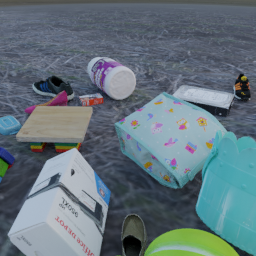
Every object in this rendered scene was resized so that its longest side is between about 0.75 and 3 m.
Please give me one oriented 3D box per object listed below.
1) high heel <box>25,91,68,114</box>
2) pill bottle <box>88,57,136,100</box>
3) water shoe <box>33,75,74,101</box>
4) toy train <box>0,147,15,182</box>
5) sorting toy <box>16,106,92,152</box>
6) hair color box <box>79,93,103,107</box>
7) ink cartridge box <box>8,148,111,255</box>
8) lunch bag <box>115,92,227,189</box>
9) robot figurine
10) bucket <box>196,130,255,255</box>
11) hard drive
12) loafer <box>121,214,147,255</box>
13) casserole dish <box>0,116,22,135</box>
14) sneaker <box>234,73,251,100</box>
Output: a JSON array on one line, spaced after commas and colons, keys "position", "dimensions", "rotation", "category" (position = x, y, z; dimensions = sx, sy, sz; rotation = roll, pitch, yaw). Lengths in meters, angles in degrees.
[{"position": [-3.190, -0.993, 10.894], "dimensions": [1.675, 0.804, 0.564], "rotation": [-6, 30, -11], "category": "high heel"}, {"position": [-0.861, -2.353, 12.626], "dimensions": [1.440, 1.440, 2.566], "rotation": [-16, 33, -25], "category": "pill bottle"}, {"position": [-3.289, -1.908, 12.327], "dimensions": [2.427, 0.958, 0.868], "rotation": [19, 35, 30], "category": "water shoe"}, {"position": [-4.326, 1.022, 7.073], "dimensions": [2.525, 1.069, 1.461], "rotation": [7, 59, 14], "category": "toy train"}, {"position": [-2.268, 0.039, 9.163], "dimensions": [1.974, 0.687, 1.962], "rotation": [1, 32, 3], "category": "sorting toy"}, {"position": [-1.544, -1.186, 11.755], "dimensions": [0.904, 0.289, 0.502], "rotation": [-13, 33, -20], "category": "hair color box"}, {"position": [-1.166, 1.623, 5.493], "dimensions": [0.858, 1.473, 2.037], "rotation": [-25, 25, 18], "category": "ink cartridge box"}, {"position": [1.186, 0.342, 7.502], "dimensions": [2.048, 1.466, 2.404], "rotation": [-35, 48, -24], "category": "lunch bag"}, {"position": [0.778, 2.626, 3.744], "dimensions": [2.542, 1.676, 2.898], "rotation": [11, 32, 17], "category": "robot figurine"}, {"position": [2.631, 1.225, 5.389], "dimensions": [2.588, 1.684, 2.588], "rotation": [18, 10, -3], "category": "bucket"}, {"position": [3.098, -1.184, 11.611], "dimensions": [2.322, 0.439, 1.622], "rotation": [14, 32, 25], "category": "hard drive"}, {"position": [0.139, 2.241, 5.563], "dimensions": [0.550, 0.509, 1.463], "rotation": [-1, 30, -2], "category": "loafer"}, {"position": [-4.269, -0.131, 9.977], "dimensions": [0.754, 0.241, 1.245], "rotation": [-22, 36, -33], "category": "casserole dish"}, {"position": [5.063, -1.856, 12.407], "dimensions": [0.614, 0.791, 1.757], "rotation": [5, 30, 9], "category": "sneaker"}]
